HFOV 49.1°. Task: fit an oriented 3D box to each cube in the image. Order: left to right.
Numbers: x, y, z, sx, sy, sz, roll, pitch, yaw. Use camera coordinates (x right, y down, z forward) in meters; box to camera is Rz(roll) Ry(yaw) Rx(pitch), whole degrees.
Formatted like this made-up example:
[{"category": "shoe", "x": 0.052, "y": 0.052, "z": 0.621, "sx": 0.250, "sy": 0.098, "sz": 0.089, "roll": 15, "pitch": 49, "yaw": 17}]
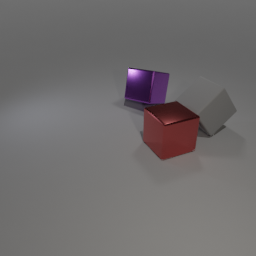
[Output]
[{"category": "cube", "x": 0.863, "y": -1.910, "z": 12.723, "sx": 1.400, "sy": 1.400, "sz": 1.400, "roll": 16, "pitch": 14, "yaw": 34}, {"category": "cube", "x": 1.468, "y": 0.047, "z": 9.842, "sx": 1.400, "sy": 1.400, "sz": 1.400, "roll": -13, "pitch": 33, "yaw": -22}, {"category": "cube", "x": 2.951, "y": -0.843, "z": 10.665, "sx": 1.400, "sy": 1.400, "sz": 1.400, "roll": -45, "pitch": 38, "yaw": 1}]
